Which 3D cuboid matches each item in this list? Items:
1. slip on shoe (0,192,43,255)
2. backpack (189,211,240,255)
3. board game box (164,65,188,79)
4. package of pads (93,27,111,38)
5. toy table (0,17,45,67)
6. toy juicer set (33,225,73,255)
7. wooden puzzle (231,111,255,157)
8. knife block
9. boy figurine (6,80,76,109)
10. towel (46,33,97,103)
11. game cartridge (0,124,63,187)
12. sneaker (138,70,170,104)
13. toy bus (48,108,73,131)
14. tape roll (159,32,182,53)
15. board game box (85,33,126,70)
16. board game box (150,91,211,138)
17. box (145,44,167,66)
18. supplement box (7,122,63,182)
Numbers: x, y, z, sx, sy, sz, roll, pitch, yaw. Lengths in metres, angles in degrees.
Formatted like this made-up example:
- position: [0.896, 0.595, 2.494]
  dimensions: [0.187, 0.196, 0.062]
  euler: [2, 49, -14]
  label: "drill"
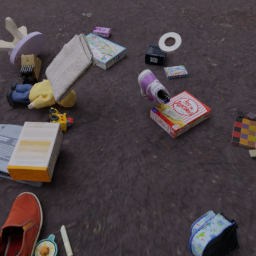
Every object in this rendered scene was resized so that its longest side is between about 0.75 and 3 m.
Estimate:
- position: [-2.968, 2.757, 7.610]
  dimensions: [1.020, 0.843, 2.754]
  euler: [-11, 34, 0]
  label: "slip on shoe"
- position: [2.207, 2.958, 7.485]
  dimensions: [1.253, 1.147, 0.921]
  euler: [-29, 32, -21]
  label: "backpack"
- position: [2.237, -2.613, 13.097]
  dimensions: [0.978, 0.169, 0.662]
  euler: [-9, 49, -8]
  label: "board game box"
- position: [-1.414, -5.247, 15.353]
  dimensions: [0.906, 0.343, 0.546]
  euler: [9, 46, 8]
  label: "package of pads"
- position: [-5.153, -3.995, 13.248]
  dimensions: [1.332, 2.091, 2.274]
  euler: [30, 40, 5]
  label: "toy table"
- position: [-2.103, 3.441, 7.469]
  dimensions: [1.623, 0.442, 1.032]
  euler: [-36, 57, -28]
  label: "toy juicer set"
- position: [4.653, 0.230, 10.547]
  dimensions: [1.339, 0.159, 2.258]
  euler: [16, 50, 14]
  label: "wooden puzzle"
- position: [-4.421, -2.475, 12.809]
  dimensions: [0.580, 1.591, 1.812]
  euler: [-2, 3, -3]
  label: "knife block"
- position: [-3.462, -1.413, 11.553]
  dimensions: [2.742, 0.883, 1.705]
  euler: [2, 47, 1]
  label: "boy figurine"
- position: [-2.101, -2.128, 9.936]
  dimensions: [0.394, 2.287, 1.516]
  euler: [11, 47, -49]
  label: "towel"
- position: [-3.908, 0.814, 9.783]
  dimensions: [2.959, 0.599, 1.973]
  euler: [13, 53, 11]
  label: "game cartridge"
- position: [1.079, -1.193, 10.349]
  dimensions: [0.777, 2.143, 1.222]
  euler: [-43, 69, 6]
  label: "sneaker"
- position: [-2.596, -0.319, 10.789]
  dimensions: [0.897, 0.634, 0.934]
  euler: [-3, 44, -21]
  label: "toy bus"
- position: [1.704, -3.441, 11.327]
  dimensions: [0.918, 0.168, 0.918]
  euler: [-6, 69, 16]
  label: "tape roll"
- position: [-1.510, -3.904, 14.095]
  dimensions: [2.392, 0.409, 1.608]
  euler: [31, 54, 24]
  label: "board game box"
- position: [2.058, -0.582, 11.075]
  dimensions: [1.918, 0.444, 1.453]
  euler: [-29, 54, -24]
  label: "board game box"
- position: [1.371, -3.576, 13.681]
  dimensions: [0.943, 0.585, 0.927]
  euler: [11, 49, 10]
  label: "box"
- position: [-2.923, 0.728, 9.034]
  dimensions: [1.216, 0.709, 1.929]
  euler: [3, 48, 2]
  label: "supplement box"
